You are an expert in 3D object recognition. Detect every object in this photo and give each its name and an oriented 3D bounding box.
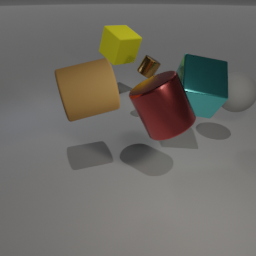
[{"bbox_3d":[2.274,-1.313,9.051,1.400,1.400,1.400,10,65,-3],"label":"cube"},{"bbox_3d":[0.829,-2.417,11.113,0.700,0.700,0.700,28,22,-12],"label":"cylinder"},{"bbox_3d":[0.932,-0.609,7.571,1.400,1.400,1.400,-25,20,10],"label":"cylinder"},{"bbox_3d":[-1.065,-1.007,7.409,1.400,1.400,1.400,-16,30,-8],"label":"cylinder"},{"bbox_3d":[3.830,-1.258,9.902,1.400,1.400,1.400,0,27,0],"label":"ball"},{"bbox_3d":[-0.403,-4.145,13.953,1.400,1.400,1.400,-17,52,-36],"label":"cube"}]
